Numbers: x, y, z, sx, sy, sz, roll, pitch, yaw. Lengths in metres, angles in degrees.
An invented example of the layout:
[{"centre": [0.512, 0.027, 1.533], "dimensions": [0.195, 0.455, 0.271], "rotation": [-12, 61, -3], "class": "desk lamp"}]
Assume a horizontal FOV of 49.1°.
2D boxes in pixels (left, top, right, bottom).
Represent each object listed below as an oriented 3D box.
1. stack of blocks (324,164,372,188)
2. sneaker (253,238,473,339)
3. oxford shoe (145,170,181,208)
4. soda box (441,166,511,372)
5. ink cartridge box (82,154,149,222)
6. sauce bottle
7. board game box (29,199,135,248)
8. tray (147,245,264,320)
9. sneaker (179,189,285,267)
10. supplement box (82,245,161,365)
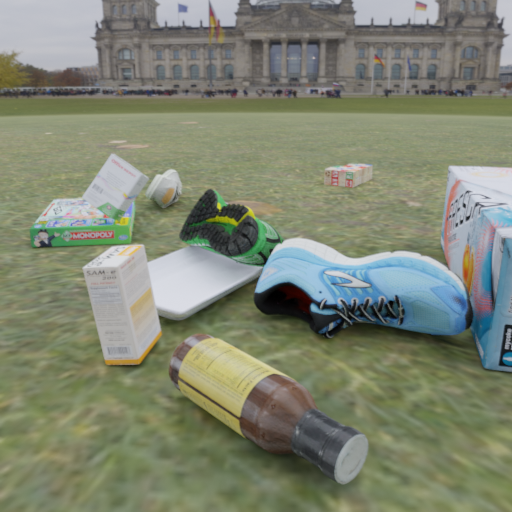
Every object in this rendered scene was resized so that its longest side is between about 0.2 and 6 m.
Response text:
[{"centre": [2.662, -2.336, 16.081], "dimensions": [0.863, 0.439, 1.499], "rotation": [11, 21, 30], "class": "stack of blocks"}, {"centre": [1.145, 0.603, 6.571], "dimensions": [2.635, 1.033, 1.185], "rotation": [7, 38, 31], "class": "sneaker"}, {"centre": [-2.101, -1.570, 13.379], "dimensions": [0.652, 0.849, 2.258], "rotation": [30, 10, -6], "class": "oxford shoe"}, {"centre": [3.553, -0.143, 7.526], "dimensions": [1.602, 1.489, 4.685], "rotation": [4, 18, 11], "class": "soda box"}, {"centre": [-2.530, -1.230, 10.118], "dimensions": [0.714, 0.983, 0.430], "rotation": [35, 3, 9], "class": "ink cartridge box"}, {"centre": [0.040, 1.242, 4.682], "dimensions": [0.628, 0.628, 1.941], "rotation": [-15, 26, -40], "class": "sauce bottle"}, {"centre": [-3.339, -0.726, 11.180], "dimensions": [1.736, 0.376, 2.580], "rotation": [-4, 18, -10], "class": "board game box"}, {"centre": [-0.776, 0.286, 8.066], "dimensions": [1.538, 0.318, 2.864], "rotation": [13, 22, 29], "class": "tray"}, {"centre": [-0.411, -0.311, 8.625], "dimensions": [1.038, 0.951, 2.437], "rotation": [32, 0, -32], "class": "sneaker"}, {"centre": [-1.399, 0.510, 5.962], "dimensions": [0.406, 1.104, 0.696], "rotation": [-3, 18, 13], "class": "supplement box"}]
